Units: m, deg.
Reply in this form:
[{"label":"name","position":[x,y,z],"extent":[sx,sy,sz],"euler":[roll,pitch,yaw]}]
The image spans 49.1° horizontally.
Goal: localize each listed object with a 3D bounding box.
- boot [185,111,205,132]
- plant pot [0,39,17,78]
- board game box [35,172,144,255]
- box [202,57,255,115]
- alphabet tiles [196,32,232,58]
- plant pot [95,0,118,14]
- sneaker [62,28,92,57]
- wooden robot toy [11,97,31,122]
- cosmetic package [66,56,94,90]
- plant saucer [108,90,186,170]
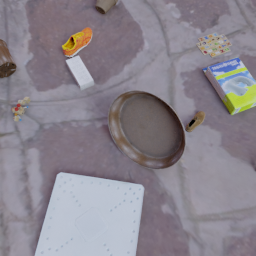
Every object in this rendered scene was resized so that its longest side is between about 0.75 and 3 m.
[{"label":"boot","position":[2.537,-0.293,10.346],"extent":[0.386,0.396,1.049],"euler":[37,68,19]},{"label":"plant pot","position":[-5.162,-2.719,11.209],"extent":[1.194,1.194,1.182],"euler":[-32,75,-15]},{"label":"board game box","position":[-1.113,3.005,8.681],"extent":[2.895,0.375,2.896],"euler":[8,64,4]},{"label":"box","position":[4.128,-1.787,11.012],"extent":[1.442,0.564,2.365],"euler":[-19,65,-10]},{"label":"alphabet tiles","position":[3.757,-3.643,12.231],"extent":[1.423,0.045,1.184],"euler":[-21,65,-10]},{"label":"plant pot","position":[-1.062,-5.788,12.896],"extent":[0.981,0.981,0.855],"euler":[26,83,13]},{"label":"sneaker","position":[-2.103,-3.748,11.947],"extent":[0.634,0.670,1.736],"euler":[28,65,15]},{"label":"wooden robot toy","position":[-4.176,-0.750,10.561],"extent":[0.515,0.500,1.135],"euler":[9,63,17]},{"label":"cosmetic package","position":[-1.946,-2.232,11.336],"extent":[0.594,0.365,1.440],"euler":[-25,66,-12]},{"label":"plant saucer","position":[0.607,0.042,9.031],"extent":[2.826,2.826,0.453],"euler":[32,41,15]}]
